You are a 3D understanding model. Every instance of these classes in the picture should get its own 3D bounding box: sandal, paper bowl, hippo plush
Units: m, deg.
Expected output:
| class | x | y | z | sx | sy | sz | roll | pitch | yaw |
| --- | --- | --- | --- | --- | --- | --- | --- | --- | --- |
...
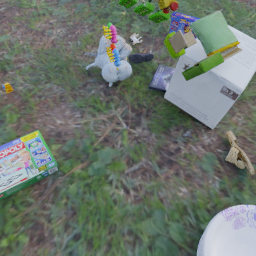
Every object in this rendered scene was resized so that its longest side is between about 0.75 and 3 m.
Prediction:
| class | x | y | z | sx | sy | sz | roll | pitch | yaw |
| --- | --- | --- | --- | --- | --- | --- | --- | --- | --- |
| sandal | 3.398 | 0.863 | 9.014 | 0.584 | 0.651 | 1.775 | -21 | 44 | 9 |
| paper bowl | 2.869 | 3.192 | 6.467 | 2.508 | 1.304 | 2.508 | 0 | 50 | 0 |
| hippo plush | -0.665 | -2.691 | 11.253 | 1.991 | 1.586 | 1.600 | -11 | 50 | -9 |

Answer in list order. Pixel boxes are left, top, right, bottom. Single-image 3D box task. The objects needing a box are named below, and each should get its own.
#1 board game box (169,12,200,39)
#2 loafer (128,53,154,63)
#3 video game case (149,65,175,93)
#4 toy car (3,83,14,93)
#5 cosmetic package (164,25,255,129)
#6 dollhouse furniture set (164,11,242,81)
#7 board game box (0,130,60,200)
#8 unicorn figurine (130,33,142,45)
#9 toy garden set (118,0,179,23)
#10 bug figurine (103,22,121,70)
| class | x | y | z | sx | sy | sz | roll | pitch | yaw |
| --- | --- | --- | --- | --- | --- | --- | --- | --- | --- |
| board game box | 2.797 | -4.805 | 13.382 | 1.549 | 1.041 | 0.347 | 24 | 54 | 19 |
| loafer | 0.560 | -3.147 | 12.468 | 1.178 | 0.424 | 0.371 | -8 | 31 | -14 |
| video game case | 2.065 | -1.875 | 11.473 | 2.098 | 0.199 | 1.499 | 16 | 52 | 14 |
| toy car | -5.484 | -1.623 | 11.028 | 1.656 | 0.551 | 0.812 | -21 | 53 | -16 |
| cosmetic package | 3.077 | -1.928 | 9.964 | 2.210 | 2.213 | 2.682 | 35 | 58 | 13 |
| dollhouse furniture set | 2.316 | -2.455 | 7.704 | 2.152 | 1.080 | 1.410 | -30 | 94 | -16 |
| board game box | -3.656 | 1.216 | 8.759 | 2.513 | 0.366 | 1.691 | -26 | 55 | -20 |
| unicorn figurine | 0.374 | -4.225 | 13.415 | 0.587 | 0.315 | 0.854 | -28 | 40 | -10 |
| toy garden set | 0.533 | -4.759 | 10.263 | 2.504 | 0.500 | 2.087 | 19 | 5 | -22 |
| bug figurine | -0.511 | -2.804 | 9.517 | 0.469 | 1.412 | 1.821 | -11 | 26 | -3 |
